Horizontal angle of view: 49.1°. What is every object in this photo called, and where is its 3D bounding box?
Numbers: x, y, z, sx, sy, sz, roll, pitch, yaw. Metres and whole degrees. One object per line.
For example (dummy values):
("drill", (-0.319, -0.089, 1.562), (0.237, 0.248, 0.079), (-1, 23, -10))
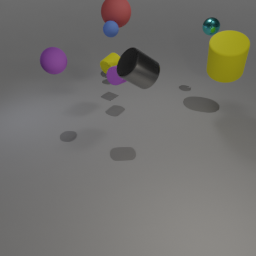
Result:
("cylinder", (-0.349, -2.020, 10.609), (0.700, 0.700, 0.700), (15, 24, 22))
("cylinder", (0.226, -1.302, 6.166), (0.700, 0.700, 0.700), (22, 16, -38))
("ball", (3.385, -4.128, 11.390), (0.700, 0.700, 0.700), (0, 32, 0))
("cylinder", (3.743, -2.685, 10.596), (1.400, 1.400, 1.400), (-5, 55, 7))
("ball", (-0.550, -5.374, 12.969), (1.400, 1.400, 1.400), (0, 32, 0))
("ball", (-1.950, -1.764, 7.353), (0.700, 0.700, 0.700), (0, 32, 0))
("cylinder", (-0.724, -2.757, 12.020), (0.700, 0.700, 0.700), (23, 55, 32))
("ball", (-0.763, -4.391, 12.436), (0.700, 0.700, 0.700), (0, 32, 0))
